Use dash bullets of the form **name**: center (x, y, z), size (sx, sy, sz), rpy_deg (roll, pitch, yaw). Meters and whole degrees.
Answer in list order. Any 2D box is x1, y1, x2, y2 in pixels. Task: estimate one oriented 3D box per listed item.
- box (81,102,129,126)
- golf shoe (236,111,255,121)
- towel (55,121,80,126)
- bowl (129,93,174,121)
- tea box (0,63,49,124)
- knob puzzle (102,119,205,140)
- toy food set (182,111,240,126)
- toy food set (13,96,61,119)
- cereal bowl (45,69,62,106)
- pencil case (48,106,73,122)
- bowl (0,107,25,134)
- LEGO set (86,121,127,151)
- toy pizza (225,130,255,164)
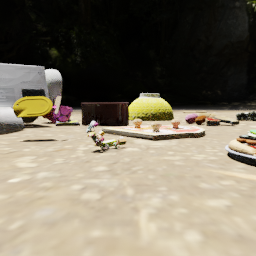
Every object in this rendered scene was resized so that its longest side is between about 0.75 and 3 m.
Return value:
- **box**: center (-0.874, -0.524, 10.620), size (1.761, 0.882, 0.660), rpy_deg (1, 5, 20)
- **golf shoe**: center (6.027, -0.575, 13.777), size (1.313, 0.514, 0.638), rpy_deg (4, 1, 33)
- **towel**: center (-2.375, -0.194, 11.016), size (0.931, 0.148, 1.297), rpy_deg (-2, 5, -13)
- **bowl**: center (1.158, -1.119, 14.845), size (2.572, 1.384, 2.572), rpy_deg (0, 4, 0)
- **tea box**: center (-4.452, -1.152, 10.288), size (2.374, 1.586, 2.335), rpy_deg (-3, -15, -37)
- **knob puzzle**: center (0.946, -0.045, 7.677), size (2.826, 0.392, 2.826), rpy_deg (0, 4, 0)
- **toy food set**: center (3.162, -0.305, 11.373), size (1.572, 0.389, 2.472), rpy_deg (-1, 12, -10)
- **toy food set**: center (-2.021, -0.392, 6.317), size (1.030, 0.606, 0.336), rpy_deg (-3, -38, -8)
- **cereal bowl**: center (-3.562, -1.773, 12.212), size (0.694, 1.667, 1.667), rpy_deg (4, 1, -42)
- **pencil case**: center (-3.089, -0.633, 12.470), size (0.872, 0.844, 1.861), rpy_deg (-38, 21, -20)
- **bowl**: center (-4.202, -0.234, 8.067), size (1.962, 0.732, 1.959), rpy_deg (-1, 4, 3)
- **LEGO set**: center (-0.355, 0.238, 4.829), size (0.857, 0.394, 0.319), rpy_deg (31, 2, -36)
- **toy pizza**: center (2.679, 0.251, 4.014), size (2.427, 0.385, 2.427), rpy_deg (0, 5, 0)
